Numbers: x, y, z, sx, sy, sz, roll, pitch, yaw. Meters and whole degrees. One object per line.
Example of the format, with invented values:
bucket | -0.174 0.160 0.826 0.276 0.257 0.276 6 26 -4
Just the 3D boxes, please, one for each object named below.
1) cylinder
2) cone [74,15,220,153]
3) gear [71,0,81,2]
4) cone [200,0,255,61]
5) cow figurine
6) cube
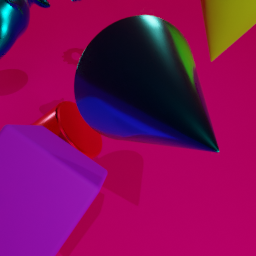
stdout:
cylinder | -1.023 0.221 4.193 0.932 0.932 0.932 -32 37 22
cone | 0.324 -0.145 2.230 1.256 1.256 1.261 -15 33 -16
gear | -1.557 -3.663 6.942 1.138 0.210 1.138 29 44 -32
cone | 1.346 -1.480 3.803 1.301 1.306 1.301 5 44 -5
cow figurine | -1.566 -1.562 3.525 1.654 0.923 1.681 -54 34 -13
cube | -0.936 0.657 2.919 1.018 1.018 1.018 35 90 0
